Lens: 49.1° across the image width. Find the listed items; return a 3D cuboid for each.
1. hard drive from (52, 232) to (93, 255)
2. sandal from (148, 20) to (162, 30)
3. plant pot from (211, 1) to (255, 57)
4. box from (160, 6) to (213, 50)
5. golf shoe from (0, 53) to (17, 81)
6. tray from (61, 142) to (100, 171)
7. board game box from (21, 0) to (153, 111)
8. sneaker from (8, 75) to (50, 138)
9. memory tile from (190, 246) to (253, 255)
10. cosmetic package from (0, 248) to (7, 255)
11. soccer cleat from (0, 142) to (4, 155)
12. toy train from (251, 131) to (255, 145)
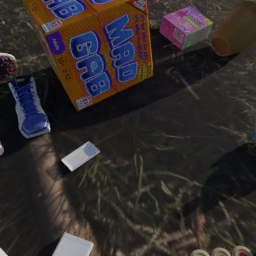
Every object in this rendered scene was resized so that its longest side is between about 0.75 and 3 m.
[{"bbox_3d":[-1.176,2.604,5.414,0.659,0.133,0.998,15,50,13],"label":"hard drive"},{"bbox_3d":[1.595,-4.316,11.468,1.583,0.428,0.636,2,48,-7],"label":"sandal"},{"bbox_3d":[3.853,-3.373,10.039,1.715,1.598,1.598,-38,57,-15],"label":"plant pot"},{"bbox_3d":[2.226,-3.866,10.771,1.470,0.711,1.293,-28,62,-24],"label":"box"},{"bbox_3d":[-5.028,-2.066,9.072,2.729,0.991,1.256,-13,49,-11],"label":"golf shoe"},{"bbox_3d":[-1.200,0.730,7.138,0.891,0.099,0.478,-35,57,-27],"label":"tray"},{"bbox_3d":[-1.130,-2.710,8.264,2.661,2.663,2.661,-27,53,-10],"label":"board game box"},{"bbox_3d":[-2.839,-0.757,7.741,0.828,1.184,2.051,-19,49,-13],"label":"sneaker"},{"bbox_3d":[1.859,3.013,5.038,1.290,0.141,1.683,-3,48,-3],"label":"memory tile"},{"bbox_3d":[-2.791,2.743,4.521,1.513,1.266,1.258,1,48,1],"label":"cosmetic package"},{"bbox_3d":[-3.867,0.393,6.910,1.505,0.517,0.641,24,20,-7],"label":"soccer cleat"},{"bbox_3d":[3.973,0.324,7.256,1.371,0.580,0.793,-8,35,-7],"label":"toy train"}]
